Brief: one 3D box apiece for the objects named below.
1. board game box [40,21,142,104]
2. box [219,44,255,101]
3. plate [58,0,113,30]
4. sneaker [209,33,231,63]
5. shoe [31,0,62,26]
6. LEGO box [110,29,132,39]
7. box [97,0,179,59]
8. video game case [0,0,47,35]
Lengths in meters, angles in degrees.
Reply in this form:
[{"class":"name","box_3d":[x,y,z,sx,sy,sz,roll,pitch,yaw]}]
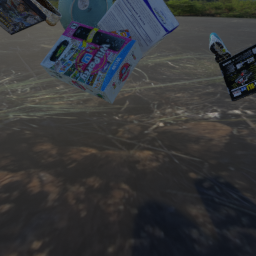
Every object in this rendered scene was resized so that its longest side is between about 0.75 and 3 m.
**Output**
[{"class":"board game box","box_3d":[-0.999,-1.859,7.673,2.256,0.725,1.665,25,76,23]},{"class":"box","box_3d":[2.775,-1.278,6.280,0.306,0.990,1.239,-9,-12,-47]},{"class":"plate","box_3d":[-1.526,-4.569,10.753,2.404,2.404,0.307,-19,49,-34]},{"class":"sneaker","box_3d":[2.625,-2.261,7.984,0.461,1.190,0.474,-17,60,26]},{"class":"shoe","box_3d":[-2.972,-4.264,9.236,0.507,1.898,0.664,-15,41,44]},{"class":"LEGO box","box_3d":[-0.413,-2.617,9.056,0.808,1.084,0.418,-15,70,-18]},{"class":"box","box_3d":[0.322,-3.504,9.496,2.060,1.894,1.081,-32,7,46]},{"class":"video game case","box_3d":[-3.381,-3.377,7.849,1.446,1.600,0.204,-10,63,26]}]
